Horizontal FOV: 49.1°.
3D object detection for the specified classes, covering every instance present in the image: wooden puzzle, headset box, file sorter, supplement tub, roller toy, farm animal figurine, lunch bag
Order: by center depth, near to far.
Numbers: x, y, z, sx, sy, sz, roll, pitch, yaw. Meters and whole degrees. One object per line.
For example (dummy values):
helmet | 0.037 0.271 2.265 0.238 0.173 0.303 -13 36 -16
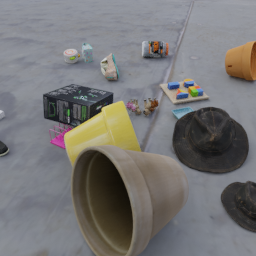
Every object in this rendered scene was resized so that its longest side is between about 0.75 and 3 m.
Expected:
file sorter | -2.242 0.135 10.163 0.716 0.646 1.031 19 39 26
headset box | -1.693 -0.813 10.176 2.044 0.948 1.779 14 26 20
farm animal figurine | 0.568 -0.818 11.621 1.355 0.682 1.094 -5 16 -1
wooden puzzle | 2.632 -1.820 13.164 1.772 0.443 1.913 -10 36 -13
roller toy | -3.327 -4.195 16.433 0.810 0.620 0.887 15 48 15
lunch bag | -2.429 -4.471 16.594 0.629 0.879 1.032 -13 40 -17
supplement tub | 1.643 -4.768 16.971 1.537 0.942 0.942 -1 35 -1

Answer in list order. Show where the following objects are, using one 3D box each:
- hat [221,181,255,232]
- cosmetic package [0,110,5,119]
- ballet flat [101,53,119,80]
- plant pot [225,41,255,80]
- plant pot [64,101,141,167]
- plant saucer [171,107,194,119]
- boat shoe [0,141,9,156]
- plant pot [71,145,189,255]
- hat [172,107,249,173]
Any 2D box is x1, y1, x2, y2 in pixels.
hat | 3.385 1.912 7.580 1.699 0.685 1.699 -1 35 1
cosmetic package | -5.682 -0.606 11.561 1.094 0.277 0.451 14 36 20
ballet flat | -1.039 -3.328 15.036 0.855 0.865 2.543 -10 34 -2
plant pot | 5.866 -3.401 14.415 1.342 1.917 1.917 4 31 38
plant pot | -0.759 0.479 8.589 2.024 2.151 2.151 -18 36 -1
plant saucer | 2.626 -0.069 10.837 0.886 0.240 2.534 -12 36 -16
boat shoe | -4.959 0.485 9.753 1.837 0.576 0.672 18 38 22
plant pot | 0.179 1.568 6.818 2.240 2.582 2.582 -8 32 -39
hat | 2.841 0.075 9.419 2.855 1.152 2.855 -1 48 1
